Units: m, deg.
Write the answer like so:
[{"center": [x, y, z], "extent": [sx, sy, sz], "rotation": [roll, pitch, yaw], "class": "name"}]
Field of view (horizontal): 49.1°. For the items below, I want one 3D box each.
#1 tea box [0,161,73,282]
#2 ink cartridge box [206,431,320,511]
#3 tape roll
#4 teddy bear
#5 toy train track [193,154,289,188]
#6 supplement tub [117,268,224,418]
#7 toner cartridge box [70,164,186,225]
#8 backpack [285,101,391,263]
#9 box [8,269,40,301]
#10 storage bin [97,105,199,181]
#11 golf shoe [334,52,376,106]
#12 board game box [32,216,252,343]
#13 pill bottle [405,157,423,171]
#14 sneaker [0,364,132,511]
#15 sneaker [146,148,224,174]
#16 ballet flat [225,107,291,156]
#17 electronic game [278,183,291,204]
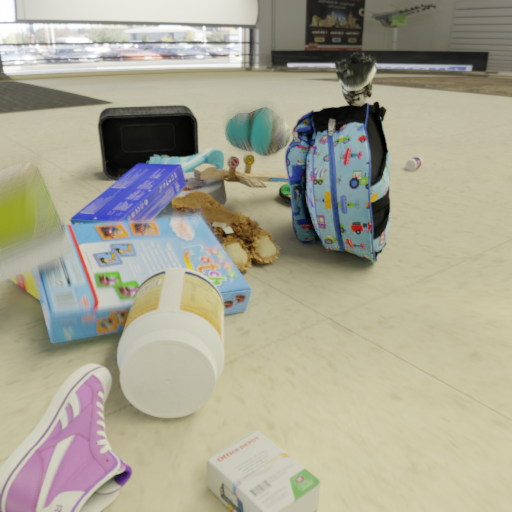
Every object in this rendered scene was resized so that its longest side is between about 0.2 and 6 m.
[{"center": [-3.463, -0.459, 7.720], "extent": [1.321, 1.300, 0.883], "rotation": [-25, 26, -23], "class": "tea box"}, {"center": [0.053, 2.231, 5.481], "extent": [0.687, 0.413, 0.945], "rotation": [-18, 31, -37], "class": "ink cartridge box"}, {"center": [-1.530, -1.508, 13.526], "extent": [1.597, 0.527, 1.597], "rotation": [-5, 29, 3], "class": "tape roll"}, {"center": [-0.701, -0.384, 11.117], "extent": [2.611, 0.872, 1.893], "rotation": [24, 40, 29], "class": "teddy bear"}, {"center": [0.280, -2.133, 13.751], "extent": [3.693, 0.601, 2.118], "rotation": [-2, 18, -29], "class": "toy train track"}, {"center": [-1.040, 1.047, 7.087], "extent": [1.282, 1.282, 1.775], "rotation": [-1, 24, -3], "class": "supplement tub"}, {"center": [-2.719, -1.211, 12.304], "extent": [1.261, 0.573, 2.654], "rotation": [4, 35, 25], "class": "toner cartridge box"}, {"center": [1.633, -1.298, 10.924], "extent": [2.006, 2.722, 2.982], "rotation": [-3, 33, 11], "class": "backpack"}, {"center": [-3.794, 0.190, 9.852], "extent": [2.385, 0.598, 0.898], "rotation": [22, 29, 39], "class": "box"}, {"center": [-3.089, -3.287, 16.181], "extent": [2.734, 1.848, 1.282], "rotation": [-5, 24, -12], "class": "storage bin"}, {"center": [1.925, -3.204, 10.401], "extent": [0.745, 0.906, 1.917], "rotation": [-16, 23, 15], "class": "golf shoe"}, {"center": [-1.901, 0.217, 8.921], "extent": [3.006, 0.550, 2.274], "rotation": [-7, 37, -27], "class": "board game box"}, {"center": [4.794, -2.797, 16.936], "extent": [0.351, 0.351, 0.630], "rotation": [17, 30, 33], "class": "pill bottle"}, {"center": [-1.718, 1.971, 5.878], "extent": [1.117, 0.710, 1.958], "rotation": [10, 33, 8], "class": "sneaker"}, {"center": [-2.048, -2.473, 15.427], "extent": [1.637, 0.997, 2.508], "rotation": [13, 26, 23], "class": "sneaker"}, {"center": [0.198, -2.698, 12.186], "extent": [1.023, 1.023, 2.844], "rotation": [-9, 17, -19], "class": "ballet flat"}, {"center": [1.464, -1.613, 14.226], "extent": [1.793, 0.373, 1.793], "rotation": [0, 24, 0], "class": "electronic game"}]
